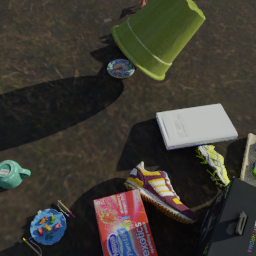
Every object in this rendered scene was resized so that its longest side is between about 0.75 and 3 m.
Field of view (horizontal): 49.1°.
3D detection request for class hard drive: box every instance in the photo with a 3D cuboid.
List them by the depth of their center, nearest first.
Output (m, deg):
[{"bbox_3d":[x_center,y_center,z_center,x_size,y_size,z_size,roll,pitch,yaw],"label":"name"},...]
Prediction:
[{"bbox_3d":[2.596,-0.086,10.864,2.662,0.338,1.756,-8,48,-5],"label":"hard drive"}]

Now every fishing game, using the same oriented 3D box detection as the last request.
[{"bbox_3d":[-2.589,3.167,9.082,1.167,0.253,1.629,39,66,18],"label":"fishing game"}]

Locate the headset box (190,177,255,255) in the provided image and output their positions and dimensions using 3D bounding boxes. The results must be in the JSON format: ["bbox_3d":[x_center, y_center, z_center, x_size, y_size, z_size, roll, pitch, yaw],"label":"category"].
[{"bbox_3d":[2.807,2.981,7.739,1.255,2.705,2.355,25,62,14],"label":"headset box"}]

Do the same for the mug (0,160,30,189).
[{"bbox_3d":[-4.128,1.540,9.818,1.101,0.681,0.905,-33,64,-19],"label":"mug"}]

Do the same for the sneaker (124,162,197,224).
[{"bbox_3d":[1.218,2.089,9.302,2.626,0.984,1.183,29,69,16],"label":"sneaker"}]

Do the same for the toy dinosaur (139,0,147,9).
[{"bbox_3d":[0.871,-6.683,14.986,0.424,0.807,0.732,12,90,-10],"label":"toy dinosaur"}]

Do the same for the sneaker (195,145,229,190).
[{"bbox_3d":[3.159,1.343,9.936,0.718,0.709,1.880,-20,62,-12],"label":"sneaker"}]

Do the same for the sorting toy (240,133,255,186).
[{"bbox_3d":[5.365,1.325,10.110,2.284,0.417,2.114,18,60,11],"label":"sorting toy"}]

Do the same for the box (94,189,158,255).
[{"bbox_3d":[-0.003,3.483,8.191,1.449,1.387,2.906,-12,59,-7],"label":"box"}]

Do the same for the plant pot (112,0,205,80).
[{"bbox_3d":[1.345,-3.774,10.628,2.872,2.727,2.872,35,32,-26],"label":"plant pot"}]

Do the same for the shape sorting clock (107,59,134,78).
[{"bbox_3d":[-0.323,-2.718,12.714,1.221,0.239,1.221,0,58,0],"label":"shape sorting clock"}]

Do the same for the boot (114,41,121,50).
[{"bbox_3d":[0.610,-3.922,13.270,1.963,0.677,2.107,-26,57,-17],"label":"boot"}]
